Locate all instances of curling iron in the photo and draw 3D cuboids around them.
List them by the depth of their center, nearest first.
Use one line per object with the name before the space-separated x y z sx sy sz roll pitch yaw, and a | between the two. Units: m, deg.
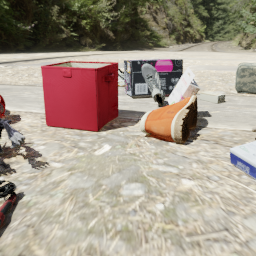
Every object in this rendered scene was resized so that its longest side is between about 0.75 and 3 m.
curling iron | -2.055 1.345 4.129 0.460 0.237 1.856 34 16 -16

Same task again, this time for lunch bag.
lunch bag | 6.371 -2.517 13.700 2.105 1.467 1.766 6 26 21

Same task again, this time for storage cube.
storage cube | -1.415 -1.093 8.896 2.095 1.883 1.791 7 20 17

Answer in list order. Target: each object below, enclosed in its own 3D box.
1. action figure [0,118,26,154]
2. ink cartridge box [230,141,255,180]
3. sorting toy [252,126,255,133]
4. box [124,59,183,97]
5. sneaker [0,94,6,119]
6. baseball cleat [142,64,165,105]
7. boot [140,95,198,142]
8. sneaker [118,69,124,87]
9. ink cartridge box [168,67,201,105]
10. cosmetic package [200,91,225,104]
action figure | -3.115 0.230 6.135 1.353 1.161 2.276 -37 -10 -17
ink cartridge box | 3.502 0.654 5.449 2.112 0.429 2.108 -16 21 -11
sorting toy | 4.945 0.095 7.719 2.421 0.477 2.616 13 18 34
box | 1.143 -2.369 13.050 2.480 1.639 1.423 -5 15 -12
sneaker | -4.703 -0.467 8.334 1.571 0.979 2.931 -8 16 -2
baseball cleat | 1.042 -1.692 10.918 0.594 1.703 0.906 -27 17 16
boot | 1.323 -0.390 8.377 1.386 0.970 2.585 4 19 27
sneaker | 0.396 -2.773 15.239 2.356 1.033 0.891 3 17 5
ink cartridge box | 1.941 -1.248 9.453 0.466 1.385 0.811 19 30 -19
cosmetic package | 3.603 -1.318 11.962 0.501 0.354 0.968 -13 21 -33
